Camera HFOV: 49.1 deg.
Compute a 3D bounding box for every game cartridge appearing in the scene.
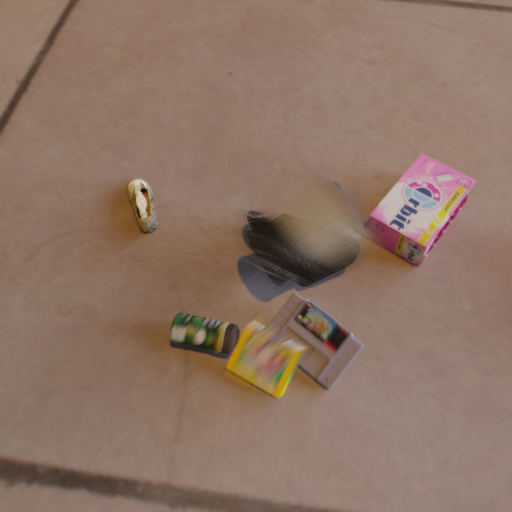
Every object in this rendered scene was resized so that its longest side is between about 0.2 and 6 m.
[{"bbox_3d":[0.961,1.422,9.598,1.511,0.290,0.980,37,92,19],"label":"game cartridge"}]

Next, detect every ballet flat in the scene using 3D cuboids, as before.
[{"bbox_3d":[-2.328,-1.161,11.329,0.501,0.556,1.478,-17,59,-6],"label":"ballet flat"}]

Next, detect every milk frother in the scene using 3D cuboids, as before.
[{"bbox_3d":[0.805,-0.578,10.055,1.779,1.707,1.891,-29,61,7],"label":"milk frother"}]

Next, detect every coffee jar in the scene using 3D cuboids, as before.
[{"bbox_3d":[-0.859,1.321,9.572,1.138,0.594,0.486,12,96,7],"label":"coffee jar"}]

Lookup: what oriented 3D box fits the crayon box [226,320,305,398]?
[{"bbox_3d":[0.158,1.711,9.360,1.033,0.301,0.892,27,96,15],"label":"crayon box"}]

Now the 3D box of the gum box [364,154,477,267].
[{"bbox_3d":[3.278,-0.973,11.102,1.232,0.718,2.171,32,63,20],"label":"gum box"}]
